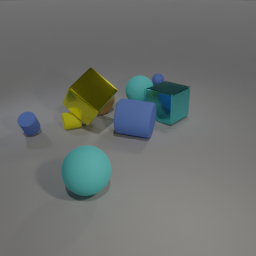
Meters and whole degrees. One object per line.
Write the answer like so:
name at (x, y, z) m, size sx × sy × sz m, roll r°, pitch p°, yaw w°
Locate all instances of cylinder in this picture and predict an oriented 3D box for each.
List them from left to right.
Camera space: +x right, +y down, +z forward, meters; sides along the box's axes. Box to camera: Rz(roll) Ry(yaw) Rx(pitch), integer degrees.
cylinder at (-3.912, -0.184, 11.095) m, size 0.700 × 0.700 × 0.700 m, roll 0°, pitch 61°, yaw 1°
cylinder at (-2.371, -0.332, 11.778) m, size 0.700 × 0.700 × 0.700 m, roll -11°, pitch 30°, yaw -18°
cylinder at (-1.557, -1.478, 13.148) m, size 1.400 × 1.400 × 1.400 m, roll -16°, pitch 32°, yaw -27°
cylinder at (0.304, -0.395, 11.124) m, size 1.400 × 1.400 × 1.400 m, roll 9°, pitch 30°, yaw 13°

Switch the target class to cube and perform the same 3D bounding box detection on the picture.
cube at (-1.531, -1.227, 11.136) m, size 1.400 × 1.400 × 1.400 m, roll 40°, pitch 59°, yaw -4°
cube at (1.781, -1.155, 12.512) m, size 1.400 × 1.400 × 1.400 m, roll 22°, pitch 35°, yaw 38°

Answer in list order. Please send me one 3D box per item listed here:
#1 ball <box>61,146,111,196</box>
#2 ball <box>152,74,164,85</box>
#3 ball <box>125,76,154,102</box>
ball at (-1.177, 1.199, 7.937) m, size 1.400 × 1.400 × 1.400 m, roll 0°, pitch 28°, yaw 0°
ball at (1.761, -2.843, 16.435) m, size 0.700 × 0.700 × 0.700 m, roll 0°, pitch 28°, yaw 0°
ball at (0.575, -1.825, 13.575) m, size 1.400 × 1.400 × 1.400 m, roll 0°, pitch 28°, yaw 0°
